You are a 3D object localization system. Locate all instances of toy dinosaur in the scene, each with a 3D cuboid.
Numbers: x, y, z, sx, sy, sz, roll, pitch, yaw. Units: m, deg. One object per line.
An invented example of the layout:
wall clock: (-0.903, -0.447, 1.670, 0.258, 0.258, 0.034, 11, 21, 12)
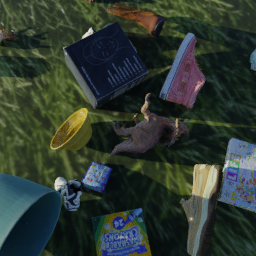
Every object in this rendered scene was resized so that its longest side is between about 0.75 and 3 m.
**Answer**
toy dinosaur: (0.686, 0.215, 9.065, 2.722, 1.168, 1.845, -40, 75, -14)

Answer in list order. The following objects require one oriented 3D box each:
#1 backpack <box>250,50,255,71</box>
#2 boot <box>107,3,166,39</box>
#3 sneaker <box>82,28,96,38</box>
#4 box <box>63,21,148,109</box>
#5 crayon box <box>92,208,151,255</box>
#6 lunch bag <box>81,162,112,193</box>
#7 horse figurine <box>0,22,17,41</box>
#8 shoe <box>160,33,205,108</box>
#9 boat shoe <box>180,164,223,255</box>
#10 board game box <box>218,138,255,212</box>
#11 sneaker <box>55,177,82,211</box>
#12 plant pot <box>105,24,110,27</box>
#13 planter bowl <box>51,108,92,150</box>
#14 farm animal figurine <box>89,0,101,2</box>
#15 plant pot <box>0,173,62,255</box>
backpack: (4.999, -2.580, 10.461, 0.732, 0.840, 0.955, 33, 70, 31)
boot: (0.300, -4.222, 10.575, 2.185, 0.748, 2.057, 20, 38, -1)
sneaker: (-1.273, -3.088, 10.880, 0.635, 0.589, 1.567, -29, 73, 14)
box: (-0.790, -2.135, 9.717, 2.066, 1.303, 2.102, -31, 88, -14)
crayon box: (-0.099, 3.604, 7.880, 1.481, 0.607, 2.355, -10, 67, -4)
lunch bag: (-0.962, 1.494, 8.944, 0.694, 0.434, 0.922, 18, 59, 10)
horse figurine: (-5.261, -3.701, 11.153, 1.392, 0.347, 0.922, -33, 87, -22)
shoe: (2.240, -2.084, 10.189, 1.281, 1.006, 2.816, 22, 74, 8)
boat shoe: (2.068, 2.384, 8.357, 1.045, 0.984, 2.745, 7, 62, 28)
board game box: (3.774, 1.494, 8.927, 1.401, 0.357, 2.084, 16, 68, 7)
sneaker: (-1.732, 1.728, 8.377, 0.515, 0.839, 1.289, 11, 27, -35)
plant pot: (-0.658, -3.688, 11.040, 0.936, 0.627, 0.936, 0, 66, 1)
planter bowl: (-1.683, 0.212, 9.114, 0.702, 1.685, 1.685, 45, 68, -25)
farm animal figurine: (-1.683, -6.139, 12.078, 1.281, 0.668, 1.267, 6, 67, 3)
plant pot: (-3.398, 2.417, 7.360, 2.132, 2.656, 2.656, 23, 68, 14)
